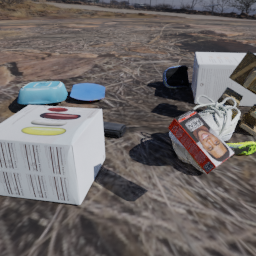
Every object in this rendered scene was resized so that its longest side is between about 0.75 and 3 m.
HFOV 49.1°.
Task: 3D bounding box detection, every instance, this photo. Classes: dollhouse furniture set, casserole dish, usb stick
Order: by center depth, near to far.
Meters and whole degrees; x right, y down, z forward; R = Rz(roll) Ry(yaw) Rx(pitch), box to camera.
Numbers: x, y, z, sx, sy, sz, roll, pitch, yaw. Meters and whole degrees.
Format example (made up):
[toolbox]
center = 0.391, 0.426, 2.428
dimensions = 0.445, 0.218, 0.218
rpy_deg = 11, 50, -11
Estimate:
[dollhouse furniture set]
center = 4.355, -1.070, 7.794
dimensions = 2.868, 2.514, 1.905
rpy_deg = 35, 36, 9
[usb stick]
center = -1.011, -0.056, 8.018
dimensions = 1.973, 0.322, 0.547
rpy_deg = 9, 28, 18
[casserole dish]
center = -2.996, -1.306, 9.935
dimensions = 1.597, 0.511, 2.636
rpy_deg = -4, 15, -8

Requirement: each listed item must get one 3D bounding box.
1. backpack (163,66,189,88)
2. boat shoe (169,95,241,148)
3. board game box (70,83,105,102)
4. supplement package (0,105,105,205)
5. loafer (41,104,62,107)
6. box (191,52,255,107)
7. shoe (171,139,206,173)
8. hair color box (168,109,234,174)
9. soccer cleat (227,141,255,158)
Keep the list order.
[backpack]
center = 1.938, -2.088, 11.622
dimensions = 0.990, 0.906, 0.728
rpy_deg = -8, 5, -12
[boat shoe]
center = 2.051, -0.233, 6.667
dimensions = 2.812, 1.199, 1.039
rpy_deg = -7, 37, -48
[board game box]
center = -1.492, -1.252, 10.554
dimensions = 1.243, 0.306, 1.573
rpy_deg = 3, 31, -5
[supplement package]
center = -1.596, 0.443, 5.816
dimensions = 1.806, 1.328, 1.727
rpy_deg = 4, 26, 11
[loafer]
center = -2.690, -0.631, 9.104
dimensions = 1.148, 0.408, 0.419
rpy_deg = -6, 26, -12
[box]
center = 3.863, -1.857, 10.390
dimensions = 2.778, 1.477, 2.115
rpy_deg = 4, 26, 9
[shoe]
center = 1.485, 0.502, 6.769
dimensions = 0.689, 0.526, 1.969
rpy_deg = 16, 25, -20
[hair color box]
center = 1.127, 0.188, 4.382
dimensions = 0.484, 0.292, 0.954
rpy_deg = -27, 69, -32
[soccer cleat]
center = 2.665, 0.473, 6.878
dimensions = 1.123, 0.363, 0.470
rpy_deg = -8, 28, -15
